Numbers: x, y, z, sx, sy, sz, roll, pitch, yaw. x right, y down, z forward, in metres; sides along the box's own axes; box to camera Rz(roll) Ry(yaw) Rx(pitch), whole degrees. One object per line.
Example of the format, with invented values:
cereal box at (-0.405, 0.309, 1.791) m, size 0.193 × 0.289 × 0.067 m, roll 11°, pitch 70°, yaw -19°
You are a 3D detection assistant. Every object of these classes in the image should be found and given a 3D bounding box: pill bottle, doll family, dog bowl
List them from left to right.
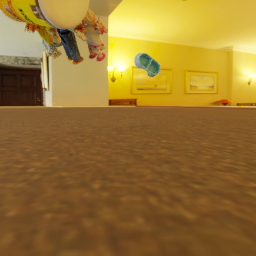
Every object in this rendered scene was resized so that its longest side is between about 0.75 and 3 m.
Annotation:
pill bottle at (-1.971, -2.811, 5.861) m, size 2.226 × 1.216 × 1.216 m, roll 21°, pitch 17°, yaw 33°
doll family at (-1.807, -2.541, 7.363) m, size 2.607 × 1.618 × 1.175 m, roll 24°, pitch 58°, yaw 28°
dog bowl at (0.717, -2.251, 9.929) m, size 1.066 × 0.594 × 0.264 m, roll 32°, pitch -10°, yaw -22°
